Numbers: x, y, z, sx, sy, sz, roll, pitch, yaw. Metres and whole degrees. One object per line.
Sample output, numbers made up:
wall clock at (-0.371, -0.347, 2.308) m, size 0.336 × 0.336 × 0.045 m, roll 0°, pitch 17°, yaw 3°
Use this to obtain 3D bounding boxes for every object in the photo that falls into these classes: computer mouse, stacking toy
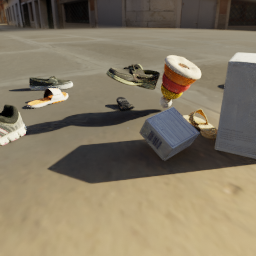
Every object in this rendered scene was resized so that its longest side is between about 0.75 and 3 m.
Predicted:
computer mouse at (-0.214, -1.061, 12.820) m, size 0.752 × 0.286 × 1.086 m, roll -9°, pitch 37°, yaw -19°
stacking toy at (1.904, -1.799, 11.936) m, size 1.627 × 2.227 × 1.627 m, roll 17°, pitch 35°, yaw -13°

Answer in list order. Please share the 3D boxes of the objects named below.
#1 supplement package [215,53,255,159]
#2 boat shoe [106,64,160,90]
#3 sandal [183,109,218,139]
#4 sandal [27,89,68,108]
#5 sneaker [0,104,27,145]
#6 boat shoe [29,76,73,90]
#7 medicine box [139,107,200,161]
supplement package at (3.958, -0.752, 8.907) m, size 1.724 × 2.939 × 1.718 m, roll 13°, pitch 28°, yaw 25°
boat shoe at (0.266, -2.094, 10.829) m, size 2.473 × 0.813 × 0.884 m, roll 5°, pitch 28°, yaw -42°
sandal at (2.791, -0.362, 10.714) m, size 0.807 × 0.724 × 2.201 m, roll -7°, pitch 26°, yaw -15°
sandal at (-3.763, -1.520, 13.320) m, size 0.843 × 0.630 × 2.200 m, roll 18°, pitch 30°, yaw 33°
sneaker at (-4.623, 0.065, 9.096) m, size 1.075 × 1.274 × 2.913 m, roll 15°, pitch 31°, yaw 27°
boat shoe at (-4.238, -2.492, 15.376) m, size 2.339 × 0.662 × 0.803 m, roll -5°, pitch 25°, yaw -10°
medicine box at (1.300, 0.149, 8.818) m, size 1.367 × 0.704 × 1.245 m, roll -24°, pitch 63°, yaw -37°
